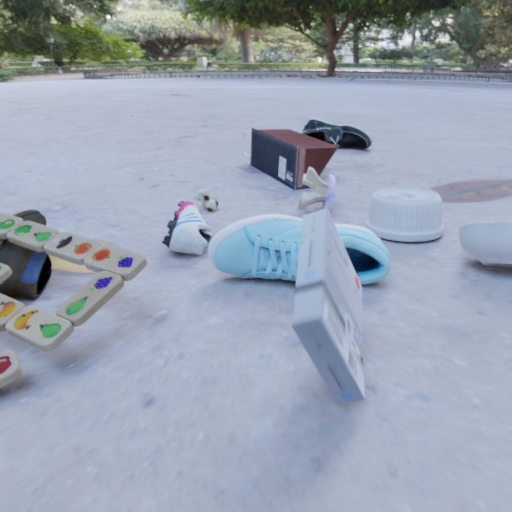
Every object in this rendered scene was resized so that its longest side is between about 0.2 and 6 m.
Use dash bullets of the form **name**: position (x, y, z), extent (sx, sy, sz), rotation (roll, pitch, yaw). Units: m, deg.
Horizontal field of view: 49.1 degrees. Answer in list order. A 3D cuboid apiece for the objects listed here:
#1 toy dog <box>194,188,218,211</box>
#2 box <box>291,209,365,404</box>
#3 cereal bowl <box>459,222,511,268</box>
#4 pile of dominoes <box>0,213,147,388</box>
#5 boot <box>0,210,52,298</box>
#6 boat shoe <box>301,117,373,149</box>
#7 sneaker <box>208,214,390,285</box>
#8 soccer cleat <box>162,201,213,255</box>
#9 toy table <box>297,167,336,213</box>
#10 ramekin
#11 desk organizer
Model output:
- **toy dog**: position (-1.054, -1.224, 12.328), extent (0.362, 0.519, 0.503), rotation (-39, -6, -19)
- **box**: position (0.813, 0.502, 6.006), extent (0.343, 1.301, 1.668), rotation (-14, 39, 22)
- **cereal bowl**: position (4.062, -0.149, 9.102), extent (1.490, 0.621, 1.490), rotation (6, -5, 0)
- **pile of dominoes**: position (-3.672, 0.323, 7.146), extent (3.665, 0.584, 2.857), rotation (14, 45, 31)
- **boot**: position (-3.628, -0.003, 9.022), extent (1.105, 0.852, 2.281), rotation (11, 33, 2)
- **boat shoe**: position (2.682, -3.941, 18.818), extent (2.570, 0.923, 0.869), rotation (21, 60, 31)
- **sneaker**: position (0.703, -0.028, 8.568), extent (2.841, 1.050, 1.164), rotation (-3, 18, -6)
- **soccer cleat**: position (-1.200, -0.473, 10.407), extent (0.839, 0.679, 1.943), rotation (20, 20, -7)
- **toy table**: position (1.325, -1.402, 12.169), extent (0.657, 1.031, 1.121), rotation (11, 28, -3)
- **ramekin**: position (2.911, -0.858, 10.912), extent (1.480, 0.777, 1.480), rotation (0, 20, 0)
- **desk organizer**: position (0.942, -2.710, 15.185), extent (1.181, 1.100, 3.068), rotation (-6, 23, -21)
